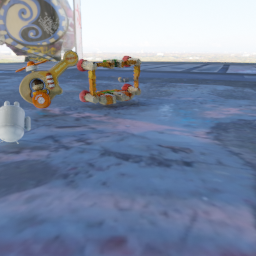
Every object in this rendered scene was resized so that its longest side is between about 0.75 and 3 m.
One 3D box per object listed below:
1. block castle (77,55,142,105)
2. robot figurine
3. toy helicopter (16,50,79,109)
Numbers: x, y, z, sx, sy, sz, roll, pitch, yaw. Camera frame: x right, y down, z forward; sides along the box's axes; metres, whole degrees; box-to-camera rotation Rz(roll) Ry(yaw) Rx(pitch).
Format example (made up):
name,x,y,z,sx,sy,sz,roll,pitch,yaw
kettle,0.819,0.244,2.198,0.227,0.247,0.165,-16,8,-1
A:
name,x,y,z,sx,sy,sz,roll,pitch,yaw
block castle,-0.681,-1.815,10.416,2.390,1.597,1.121,-15,23,-36
robot figurine,-2.573,-0.109,6.151,0.830,0.978,0.552,0,-27,-17
toy helicopter,-2.568,-1.761,9.070,2.254,1.491,0.889,-44,11,-6
